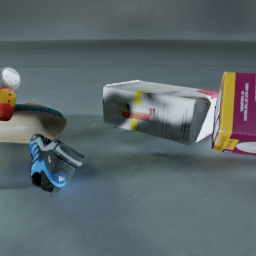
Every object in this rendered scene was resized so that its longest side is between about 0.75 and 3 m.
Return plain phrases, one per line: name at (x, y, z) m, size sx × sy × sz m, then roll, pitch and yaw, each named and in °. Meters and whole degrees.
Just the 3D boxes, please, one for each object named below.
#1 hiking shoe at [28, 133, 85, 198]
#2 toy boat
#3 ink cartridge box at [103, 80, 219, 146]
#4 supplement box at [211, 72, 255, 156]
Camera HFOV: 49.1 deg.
hiking shoe at (-1.598, 0.642, 5.259) m, size 2.009 × 0.747 × 0.871 m, roll 2°, pitch 57°, yaw 59°
toy boat at (-2.323, -0.362, 6.051) m, size 1.847 × 1.021 × 2.197 m, roll -1°, pitch -19°, yaw -4°
ink cartridge box at (0.904, -0.540, 7.570) m, size 2.651 × 1.106 × 1.924 m, roll 15°, pitch 20°, yaw 34°
supplement box at (3.065, -0.150, 5.653) m, size 2.493 × 1.286 × 1.632 m, roll 6°, pitch -17°, yaw 14°
